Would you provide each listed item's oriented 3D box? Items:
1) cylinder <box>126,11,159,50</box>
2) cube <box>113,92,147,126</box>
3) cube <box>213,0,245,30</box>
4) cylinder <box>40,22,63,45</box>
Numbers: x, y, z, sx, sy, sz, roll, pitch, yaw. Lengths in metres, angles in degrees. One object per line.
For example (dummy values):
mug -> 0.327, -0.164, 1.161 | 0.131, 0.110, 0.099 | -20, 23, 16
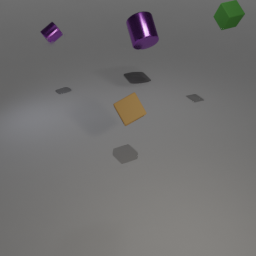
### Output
cylinder -> 0.744, -4.975, 14.399 | 1.400, 1.400, 1.400 | -15, -8, -2
cube -> 0.052, -0.524, 8.106 | 0.700, 0.700, 0.700 | -29, -1, -1
cube -> 3.786, -4.237, 10.520 | 0.700, 0.700, 0.700 | -18, 73, -15
cylinder -> -3.349, -4.156, 12.290 | 0.700, 0.700, 0.700 | -41, 39, -2
